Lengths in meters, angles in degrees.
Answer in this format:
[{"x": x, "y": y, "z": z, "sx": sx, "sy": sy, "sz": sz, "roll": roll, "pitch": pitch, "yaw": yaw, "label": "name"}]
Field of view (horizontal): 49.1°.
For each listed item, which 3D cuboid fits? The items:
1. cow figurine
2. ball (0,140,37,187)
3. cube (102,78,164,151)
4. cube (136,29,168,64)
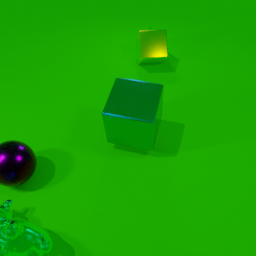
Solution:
[{"x": -2.313, "y": 2.157, "z": 5.765, "sx": 1.564, "sy": 1.539, "sz": 0.859, "roll": 30, "pitch": 82, "yaw": -18, "label": "cow figurine"}, {"x": -2.798, "y": 0.854, "z": 6.783, "sx": 1.120, "sy": 1.120, "sz": 1.120, "roll": 0, "pitch": 47, "yaw": 0, "label": "ball"}, {"x": 0.169, "y": -0.351, "z": 7.317, "sx": 1.279, "sy": 1.279, "sz": 1.279, "roll": 10, "pitch": 56, "yaw": 11, "label": "cube"}, {"x": 0.857, "y": -2.912, "z": 10.154, "sx": 0.984, "sy": 0.984, "sz": 0.984, "roll": -4, "pitch": 92, "yaw": -3, "label": "cube"}]
